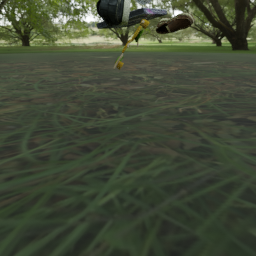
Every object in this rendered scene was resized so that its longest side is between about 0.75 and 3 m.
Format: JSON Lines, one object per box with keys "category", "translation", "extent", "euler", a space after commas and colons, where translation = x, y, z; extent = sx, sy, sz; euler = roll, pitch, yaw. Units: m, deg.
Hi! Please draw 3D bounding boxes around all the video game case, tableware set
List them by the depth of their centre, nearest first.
{"category": "tableware set", "translation": [0.107, -2.674, 9.099], "extent": [0.281, 1.829, 1.232], "euler": [30, 21, -13]}
{"category": "video game case", "translation": [0.224, -4.065, 10.410], "extent": [1.826, 0.242, 2.556], "euler": [-7, 15, 28]}

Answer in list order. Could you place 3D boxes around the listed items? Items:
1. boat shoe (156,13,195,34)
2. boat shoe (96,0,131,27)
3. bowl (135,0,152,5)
{"category": "boat shoe", "translation": [1.108, -2.466, 6.797], "extent": [0.404, 0.404, 1.093], "euler": [-52, 31, -18]}
{"category": "boat shoe", "translation": [-0.389, -2.825, 6.619], "extent": [0.734, 0.827, 2.214], "euler": [4, 28, -7]}
{"category": "bowl", "translation": [0.537, -4.479, 9.053], "extent": [0.846, 0.846, 0.380], "euler": [-7, 5, -21]}
